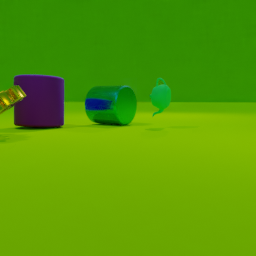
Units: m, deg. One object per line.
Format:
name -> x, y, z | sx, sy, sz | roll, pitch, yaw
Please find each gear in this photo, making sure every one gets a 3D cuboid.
gear -> -2.630, -0.318, 5.351 | 1.405, 0.260, 1.405 | -32, 14, 9

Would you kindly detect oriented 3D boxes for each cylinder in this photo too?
cylinder -> -2.326, -0.690, 7.371 | 1.264, 1.264, 1.264 | 1, 3, 0
cylinder -> -0.494, -0.669, 8.210 | 1.123, 1.123, 1.123 | 5, 7, 34

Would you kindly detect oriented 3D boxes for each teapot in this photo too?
teapot -> 0.820, -0.778, 7.310 | 0.513, 1.047, 0.651 | 6, 7, 23
